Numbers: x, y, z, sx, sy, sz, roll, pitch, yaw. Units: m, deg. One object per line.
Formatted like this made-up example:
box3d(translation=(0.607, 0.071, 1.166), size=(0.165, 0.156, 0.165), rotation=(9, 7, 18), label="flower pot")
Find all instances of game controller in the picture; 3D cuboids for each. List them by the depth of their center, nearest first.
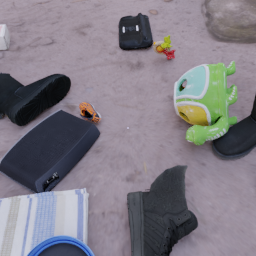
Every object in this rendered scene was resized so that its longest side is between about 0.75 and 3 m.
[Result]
box3d(translation=(0.306, -4.378, 12.681), size=(1.472, 0.594, 2.822), rotation=(-12, 44, 9), label="game controller")

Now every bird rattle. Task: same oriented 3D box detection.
box3d(translation=(1.429, -3.148, 11.014), size=(0.854, 1.048, 0.590), rotation=(6, 73, 17), label="bird rattle")

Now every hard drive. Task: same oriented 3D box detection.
box3d(translation=(-2.134, 0.515, 7.772), size=(1.731, 0.543, 2.567), rotation=(24, 50, 21), label="hard drive")

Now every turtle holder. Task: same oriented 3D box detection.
box3d(translation=(2.307, -0.691, 8.333), size=(1.745, 1.867, 2.457), rotation=(-2, 84, 19), label="turtle holder")

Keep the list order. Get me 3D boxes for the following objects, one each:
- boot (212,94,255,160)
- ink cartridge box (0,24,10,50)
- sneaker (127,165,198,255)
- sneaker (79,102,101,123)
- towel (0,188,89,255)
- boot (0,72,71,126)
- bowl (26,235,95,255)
box3d(translation=(3.432, -0.642, 7.277), size=(2.364, 2.868, 0.941), rotation=(-22, 50, -20), label="boot")
box3d(translation=(-5.948, -3.808, 11.932), size=(1.581, 0.671, 1.152), rotation=(-8, 46, -10), label="ink cartridge box")
box3d(translation=(0.809, 2.137, 5.937), size=(1.546, 0.890, 2.964), rotation=(-7, 42, 0), label="sneaker")
box3d(translation=(-1.304, -0.555, 8.689), size=(1.042, 0.584, 0.404), rotation=(37, 100, 35), label="sneaker")
box3d(translation=(-2.154, 2.317, 6.194), size=(2.597, 0.309, 1.907), rotation=(-6, 48, -3), label="towel")
box3d(translation=(-3.497, -1.272, 9.285), size=(2.131, 0.962, 2.600), rotation=(28, 55, 25), label="boot")
box3d(translation=(-1.305, 2.875, 5.346), size=(1.540, 0.302, 1.540), rotation=(1, 64, -1), label="bowl")
